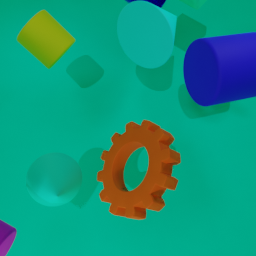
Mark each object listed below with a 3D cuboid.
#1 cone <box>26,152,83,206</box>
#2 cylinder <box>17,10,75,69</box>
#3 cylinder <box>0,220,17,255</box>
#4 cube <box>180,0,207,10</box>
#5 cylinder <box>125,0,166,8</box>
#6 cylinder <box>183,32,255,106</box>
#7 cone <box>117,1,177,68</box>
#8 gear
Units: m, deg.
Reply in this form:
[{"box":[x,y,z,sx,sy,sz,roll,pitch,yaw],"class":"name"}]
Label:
[{"box":[-1.250,1.025,4.860,1.050,1.053,1.050,-1,95,-17],"class":"cone"},{"box":[-1.956,-2.117,6.754,0.986,0.986,0.986,43,64,-17],"class":"cylinder"},{"box":[-2.015,1.470,3.549,0.829,0.829,0.829,29,64,2],"class":"cylinder"},{"box":[1.566,-3.832,6.548,1.207,1.207,1.207,37,77,17],"class":"cube"},{"box":[0.531,-4.275,8.796,1.143,1.143,1.143,29,59,-25],"class":"cylinder"},{"box":[1.950,-1.156,5.505,1.283,1.283,1.283,-11,61,-16],"class":"cylinder"},{"box":[0.764,-2.355,6.472,1.462,1.462,1.467,34,51,17],"class":"cone"},{"box":[0.136,0.757,5.294,1.809,0.335,1.809,-24,55,38],"class":"gear"}]
